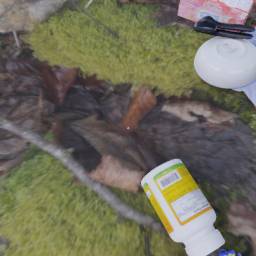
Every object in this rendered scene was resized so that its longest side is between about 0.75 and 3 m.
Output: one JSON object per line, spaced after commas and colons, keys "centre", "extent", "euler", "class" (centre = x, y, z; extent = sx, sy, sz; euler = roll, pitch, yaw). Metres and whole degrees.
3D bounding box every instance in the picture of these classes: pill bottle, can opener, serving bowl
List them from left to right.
{"centre": [1.209, 1.775, 6.159], "extent": [1.091, 1.091, 1.964], "euler": [-25, 67, -12], "class": "pill bottle"}
{"centre": [2.745, -2.811, 8.072], "extent": [1.698, 0.538, 0.667], "euler": [13, 64, 9], "class": "can opener"}
{"centre": [2.930, -2.084, 8.176], "extent": [1.915, 0.630, 1.915], "euler": [-3, 57, 5], "class": "serving bowl"}

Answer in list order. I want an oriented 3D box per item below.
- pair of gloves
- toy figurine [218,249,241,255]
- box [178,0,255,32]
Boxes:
{"centre": [3.883, -1.929, 8.428], "extent": [2.855, 0.325, 2.295], "euler": [-34, 70, -14], "class": "pair of gloves"}
{"centre": [2.095, 2.995, 6.012], "extent": [1.220, 0.644, 0.731], "euler": [-9, 36, -7], "class": "toy figurine"}
{"centre": [2.832, -3.975, 9.023], "extent": [2.141, 1.013, 1.099], "euler": [25, 67, 12], "class": "box"}
